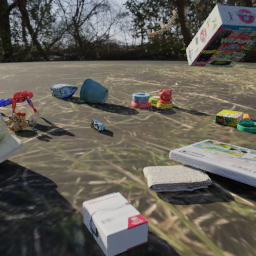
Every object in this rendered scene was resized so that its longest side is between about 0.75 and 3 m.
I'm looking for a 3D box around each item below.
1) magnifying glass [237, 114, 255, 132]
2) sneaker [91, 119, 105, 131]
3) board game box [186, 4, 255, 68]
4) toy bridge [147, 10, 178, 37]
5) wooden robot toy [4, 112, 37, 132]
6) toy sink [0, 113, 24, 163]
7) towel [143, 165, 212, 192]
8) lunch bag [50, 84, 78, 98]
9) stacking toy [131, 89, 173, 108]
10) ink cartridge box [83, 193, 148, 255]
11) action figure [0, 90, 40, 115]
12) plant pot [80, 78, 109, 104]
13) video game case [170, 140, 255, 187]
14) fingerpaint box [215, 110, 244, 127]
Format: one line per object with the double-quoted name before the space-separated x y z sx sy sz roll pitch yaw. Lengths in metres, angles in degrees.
"magnifying glass" 5.221 -0.247 12.224 0.885 0.249 2.223 6 18 18
"sneaker" -1.253 -0.091 11.697 0.436 0.380 0.970 9 16 -33
"board game box" 3.215 -2.919 9.267 1.731 0.754 2.347 -1 -19 -12
"toy bridge" 1.545 -4.532 12.444 1.575 0.529 0.214 -34 -36 25
"wooden robot toy" -4.556 -0.195 11.436 1.651 0.727 0.749 8 30 24
"toy sink" -4.810 -0.057 8.130 2.943 1.649 1.918 21 44 36
"towel" 1.253 1.287 7.311 1.613 0.278 1.069 -1 16 -6
"lunch bag" -4.121 -2.454 18.162 1.160 0.870 1.365 15 33 40
"stacking toy" 1.317 -1.820 15.969 2.303 0.973 2.085 -1 18 -3
"ink cartridge box" -0.273 1.785 5.350 0.839 0.481 1.155 -10 20 -28
"action figure" -5.539 -0.941 13.594 2.910 1.441 0.950 -16 12 28
"plant pot" -1.894 -2.032 16.281 1.296 1.380 1.380 22 24 16
"video game case" 2.963 0.911 8.006 2.683 0.295 2.445 15 16 40
"fingerpaint box" 4.551 -0.449 12.539 0.947 0.416 1.135 11 21 33
